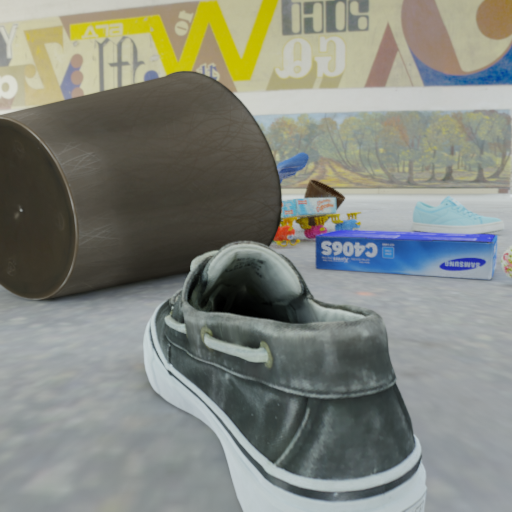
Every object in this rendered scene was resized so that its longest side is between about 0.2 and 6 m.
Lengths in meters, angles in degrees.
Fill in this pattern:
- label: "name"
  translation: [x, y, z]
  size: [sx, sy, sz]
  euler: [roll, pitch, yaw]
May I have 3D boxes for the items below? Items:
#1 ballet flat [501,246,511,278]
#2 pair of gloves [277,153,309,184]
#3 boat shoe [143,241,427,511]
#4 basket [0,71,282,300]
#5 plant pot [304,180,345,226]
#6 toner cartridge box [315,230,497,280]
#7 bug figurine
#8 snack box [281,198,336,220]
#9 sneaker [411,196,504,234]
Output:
- label: "ballet flat"
  translation: [4.067, 0.027, 6.973]
  size: [1.918, 0.725, 0.613]
  euler: [-2, 0, -7]
- label: "pair of gloves"
  translation: [-0.384, -1.448, 13.379]
  size: [3.480, 0.396, 2.797]
  euler: [-29, -2, 39]
- label: "boat shoe"
  translation: [0.008, 0.403, 3.056]
  size: [0.992, 0.976, 2.754]
  euler: [-3, 8, -22]
- label: "basket"
  translation: [-1.673, -0.917, 7.268]
  size: [2.382, 3.158, 3.503]
  euler: [-32, -4, 35]
- label: "plant pot"
  translation: [1.646, -1.290, 15.014]
  size: [1.070, 1.145, 1.070]
  euler: [25, 19, -9]
- label: "toner cartridge box"
  translation: [2.231, -0.058, 8.355]
  size: [2.472, 0.534, 1.174]
  euler: [3, 9, 26]
- label: "bug figurine"
  translation: [1.064, -0.548, 11.977]
  size: [2.264, 0.583, 1.756]
  euler: [-7, 2, -22]
- label: "snack box"
  translation: [0.624, -1.030, 12.798]
  size: [1.242, 0.397, 2.138]
  euler: [-7, 3, -40]
- label: "sneaker"
  translation: [5.115, -1.047, 14.358]
  size: [2.336, 0.957, 0.864]
  euler: [5, 10, 33]
